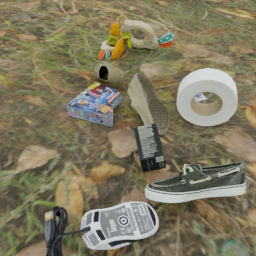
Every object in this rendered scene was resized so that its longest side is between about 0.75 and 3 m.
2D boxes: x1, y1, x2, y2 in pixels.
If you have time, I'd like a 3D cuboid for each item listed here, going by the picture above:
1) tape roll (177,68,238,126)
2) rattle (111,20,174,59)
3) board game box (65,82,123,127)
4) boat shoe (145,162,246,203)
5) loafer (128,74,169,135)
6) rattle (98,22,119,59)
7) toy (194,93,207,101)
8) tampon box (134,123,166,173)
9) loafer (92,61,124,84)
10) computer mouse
[{"bbox_3d":[2.826,-1.052,10.062,2.104,2.104,0.736,8,44,9],"label":"tape roll"},{"bbox_3d":[0.832,-4.076,14.039,2.804,1.826,2.003,22,53,-12],"label":"rattle"},{"bbox_3d":[-1.091,-0.853,10.937,1.877,0.579,1.878,26,49,23],"label":"board game box"},{"bbox_3d":[1.870,1.453,7.956,2.859,0.910,1.011,-7,10,-1],"label":"boat shoe"},{"bbox_3d":[0.722,-0.810,10.665,1.040,0.939,2.749,6,52,-35],"label":"loafer"},{"bbox_3d":[-0.914,-4.389,14.247,1.137,1.248,1.747,38,47,9],"label":"rattle"},{"bbox_3d":[2.890,-1.510,11.893,0.529,0.217,0.919,-17,46,-16],"label":"toy"},{"bbox_3d":[0.689,0.624,8.849,0.760,0.902,1.204,-12,54,4],"label":"tampon box"},{"bbox_3d":[-1.023,-2.471,12.147,0.725,0.817,2.150,1,18,-40],"label":"loafer"},{"bbox_3d":[-0.618,2.610,7.075,2.919,0.640,1.601,-3,46,-19],"label":"computer mouse"}]
